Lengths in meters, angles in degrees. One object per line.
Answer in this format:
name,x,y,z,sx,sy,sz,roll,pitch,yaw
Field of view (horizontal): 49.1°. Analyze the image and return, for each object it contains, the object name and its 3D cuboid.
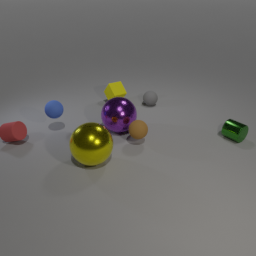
ball,0.367,0.057,10.029,0.700,0.700,0.700,0,28,0
cylinder,3.995,0.098,10.468,0.700,0.700,0.700,-20,35,-33
ball,1.058,-1.414,13.244,0.700,0.700,0.700,0,28,0
ball,-1.169,0.510,8.978,1.400,1.400,1.400,0,28,0
ball,-0.351,-0.511,10.890,1.400,1.400,1.400,0,28,0
cylinder,-4.186,0.133,10.209,0.700,0.700,0.700,-7,23,27
ball,-2.805,-0.702,10.628,0.700,0.700,0.700,0,28,0
cube,-0.606,-1.690,13.272,0.700,0.700,0.700,-17,73,-33
